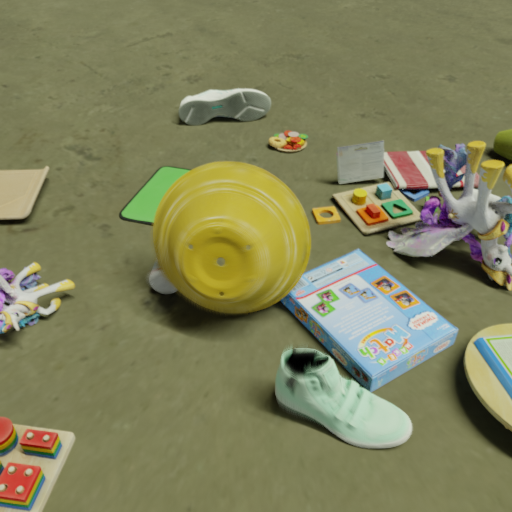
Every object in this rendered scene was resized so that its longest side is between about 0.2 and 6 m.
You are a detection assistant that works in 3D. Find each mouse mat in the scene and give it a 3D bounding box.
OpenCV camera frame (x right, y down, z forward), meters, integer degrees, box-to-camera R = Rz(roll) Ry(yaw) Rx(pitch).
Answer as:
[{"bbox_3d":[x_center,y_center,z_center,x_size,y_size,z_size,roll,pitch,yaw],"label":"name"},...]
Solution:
[{"bbox_3d":[-1.355,-1.311,13.234,3.090,0.116,2.487,12,41,13],"label":"mouse mat"}]

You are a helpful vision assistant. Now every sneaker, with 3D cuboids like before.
[{"bbox_3d":[-0.937,-4.554,16.553,2.730,0.960,1.094,-5,36,-5],"label":"sneaker"},{"bbox_3d":[1.240,2.037,8.070,2.120,1.251,0.780,18,56,16],"label":"sneaker"}]

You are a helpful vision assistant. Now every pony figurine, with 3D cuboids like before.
[{"bbox_3d":[-4.368,0.700,10.037,1.574,1.358,1.631,25,30,15],"label":"pony figurine"},{"bbox_3d":[4.101,-0.824,11.054,2.287,2.746,2.651,-27,30,-19],"label":"pony figurine"}]

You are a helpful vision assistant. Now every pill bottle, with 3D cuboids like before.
[{"bbox_3d":[-1.674,0.177,10.978,0.608,0.608,1.118,4,38,4],"label":"pill bottle"}]

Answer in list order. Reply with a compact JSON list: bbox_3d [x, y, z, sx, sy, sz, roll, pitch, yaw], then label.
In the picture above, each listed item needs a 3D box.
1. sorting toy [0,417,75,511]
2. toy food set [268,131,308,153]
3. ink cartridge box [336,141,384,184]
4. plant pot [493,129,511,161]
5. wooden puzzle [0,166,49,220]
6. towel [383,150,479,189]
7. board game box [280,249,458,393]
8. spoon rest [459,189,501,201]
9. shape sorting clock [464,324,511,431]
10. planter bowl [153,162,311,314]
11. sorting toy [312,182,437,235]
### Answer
[{"bbox_3d":[-3.451,2.885,7.764,1.351,0.473,1.359,5,40,7],"label":"sorting toy"},{"bbox_3d":[0.895,-3.143,15.361,0.999,0.243,0.989,18,42,21],"label":"toy food set"},{"bbox_3d":[2.495,-2.280,13.438,1.107,1.127,0.244,-7,45,4],"label":"ink cartridge box"},{"bbox_3d":[6.848,-2.862,14.502,1.115,1.115,1.192,-31,35,-33],"label":"plant pot"},{"bbox_3d":[-6.103,-1.391,13.146,2.186,0.407,2.022,-6,40,0],"label":"wooden puzzle"},{"bbox_3d":[4.317,-2.136,14.025,2.261,0.257,1.628,-3,39,-8],"label":"towel"},{"bbox_3d":[1.926,1.029,10.041,1.955,0.473,2.585,-22,44,-25],"label":"board game box"},{"bbox_3d":[5.271,-0.498,11.088,0.806,1.321,2.658,-24,54,-35],"label":"spoon rest"},{"bbox_3d":[4.669,2.054,8.711,2.828,0.555,2.828,2,35,-1],"label":"shape sorting clock"},{"bbox_3d":[-0.512,-0.070,9.379,2.821,2.821,1.175,5,21,6],"label":"planter bowl"},{"bbox_3d":[2.781,-1.208,12.845,3.030,0.413,1.706,-14,41,-17],"label":"sorting toy"}]
